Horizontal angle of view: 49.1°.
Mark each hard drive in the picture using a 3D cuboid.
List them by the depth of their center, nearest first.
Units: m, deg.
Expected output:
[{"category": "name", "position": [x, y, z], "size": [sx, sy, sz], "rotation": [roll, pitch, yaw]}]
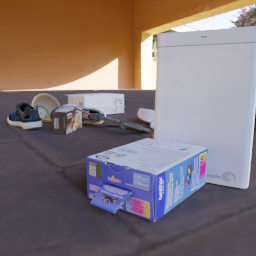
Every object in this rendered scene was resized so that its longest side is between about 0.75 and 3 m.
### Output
[{"category": "hard drive", "position": [1.442, -0.395, 5.473], "size": [1.902, 2.883, 0.385], "rotation": [6, 11, 28]}]

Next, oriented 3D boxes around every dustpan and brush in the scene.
[{"category": "dustpan and brush", "position": [1.167, -0.390, 12.218], "size": [1.727, 0.708, 2.474], "rotation": [11, 5, 6]}]

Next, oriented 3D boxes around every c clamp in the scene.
[{"category": "c clamp", "position": [-0.489, -0.215, 10.614], "size": [2.560, 0.347, 2.187], "rotation": [14, -3, 42]}]

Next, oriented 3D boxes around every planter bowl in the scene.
[{"category": "planter bowl", "position": [-3.888, -0.794, 12.844], "size": [1.310, 1.310, 0.882], "rotation": [-9, -16, -42]}]

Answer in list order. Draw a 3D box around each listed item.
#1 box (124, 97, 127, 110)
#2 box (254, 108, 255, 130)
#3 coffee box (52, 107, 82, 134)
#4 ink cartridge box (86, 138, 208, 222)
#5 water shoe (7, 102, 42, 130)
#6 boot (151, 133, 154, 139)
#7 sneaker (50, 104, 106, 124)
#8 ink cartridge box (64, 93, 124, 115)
[{"category": "box", "position": [-0.823, -1.626, 18.286], "size": [1.279, 0.794, 1.289], "rotation": [-3, 10, -11]}, {"category": "box", "position": [5.449, -1.148, 11.842], "size": [2.087, 2.109, 2.542], "rotation": [-2, 10, -10]}, {"category": "coffee box", "position": [-2.323, -0.310, 10.798], "size": [0.591, 0.849, 1.484], "rotation": [3, 10, 13]}, {"category": "ink cartridge box", "position": [0.269, 0.796, 4.806], "size": [1.415, 0.792, 2.074], "rotation": [8, 12, 39]}, {"category": "water shoe", "position": [-4.328, -0.591, 11.803], "size": [0.940, 1.038, 2.630], "rotation": [-9, 14, -42]}, {"category": "boot", "position": [1.280, 0.527, 6.544], "size": [0.557, 1.585, 1.159], "rotation": [-47, 3, -35]}, {"category": "sneaker", "position": [-2.129, -0.586, 11.918], "size": [2.364, 0.874, 0.937], "rotation": [0, 0, -3]}, {"category": "ink cartridge box", "position": [-1.946, -1.382, 15.932], "size": [2.673, 1.121, 2.347], "rotation": [-8, 13, -39]}]
